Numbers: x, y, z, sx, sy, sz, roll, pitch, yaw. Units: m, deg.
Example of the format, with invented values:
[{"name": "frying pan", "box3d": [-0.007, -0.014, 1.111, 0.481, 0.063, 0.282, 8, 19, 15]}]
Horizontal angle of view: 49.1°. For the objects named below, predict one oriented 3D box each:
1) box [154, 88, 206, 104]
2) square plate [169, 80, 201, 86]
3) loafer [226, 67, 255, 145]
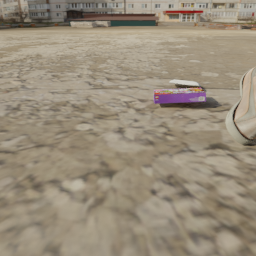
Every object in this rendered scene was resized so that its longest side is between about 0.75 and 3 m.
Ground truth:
[{"name": "box", "box3d": [1.564, -1.015, 8.688, 1.527, 0.299, 1.045, -2, 15, 6]}, {"name": "square plate", "box3d": [2.158, -1.686, 10.490, 1.084, 0.156, 1.094, 10, 10, 17]}, {"name": "loafer", "box3d": [3.227, -0.743, 6.644, 1.065, 0.932, 2.964, 44, 50, -5]}]
